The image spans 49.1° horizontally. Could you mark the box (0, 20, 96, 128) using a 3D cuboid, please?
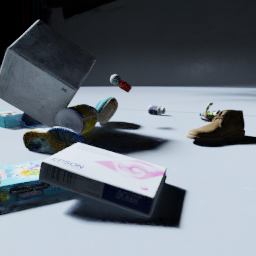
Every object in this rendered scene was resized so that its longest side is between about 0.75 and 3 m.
[{"bbox_3d":[-3.253,-2.038,11.069,2.722,2.708,2.332,32,45,-14],"label":"box"}]

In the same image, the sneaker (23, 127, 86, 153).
[{"bbox_3d":[-2.068,0.264,8.322,2.077,0.782,0.915,5,12,22],"label":"sneaker"}]

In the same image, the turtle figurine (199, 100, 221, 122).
[{"bbox_3d":[4.155,-0.753,13.228,1.320,0.950,1.280,-6,16,-14],"label":"turtle figurine"}]

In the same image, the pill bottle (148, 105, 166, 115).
[{"bbox_3d":[1.595,-0.989,15.561,0.919,0.510,0.510,7,13,34],"label":"pill bottle"}]

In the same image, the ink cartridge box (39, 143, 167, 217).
[{"bbox_3d":[-0.305,0.796,5.481,2.015,0.445,2.053,15,15,12],"label":"ink cartridge box"}]

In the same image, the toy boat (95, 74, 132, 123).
[{"bbox_3d":[-0.841,-1.285,12.796,1.057,2.274,1.912,35,3,0],"label":"toy boat"}]

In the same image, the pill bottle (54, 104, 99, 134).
[{"bbox_3d":[-1.821,-0.318,10.486,1.098,1.098,1.952,3,11,16],"label":"pill bottle"}]

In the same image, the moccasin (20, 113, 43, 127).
[{"bbox_3d":[-3.744,-0.665,12.587,0.963,0.816,2.394,28,24,10],"label":"moccasin"}]

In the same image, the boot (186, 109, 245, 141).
[{"bbox_3d":[3.057,-0.107,9.674,2.713,1.024,0.999,-9,16,-34],"label":"boot"}]

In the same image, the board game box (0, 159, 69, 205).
[{"bbox_3d":[-2.047,1.012,5.513,1.554,0.365,1.174,-6,12,-29],"label":"board game box"}]

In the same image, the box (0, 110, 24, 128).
[{"bbox_3d":[-5.623,-0.439,12.609,2.190,0.538,0.901,9,14,40],"label":"box"}]
